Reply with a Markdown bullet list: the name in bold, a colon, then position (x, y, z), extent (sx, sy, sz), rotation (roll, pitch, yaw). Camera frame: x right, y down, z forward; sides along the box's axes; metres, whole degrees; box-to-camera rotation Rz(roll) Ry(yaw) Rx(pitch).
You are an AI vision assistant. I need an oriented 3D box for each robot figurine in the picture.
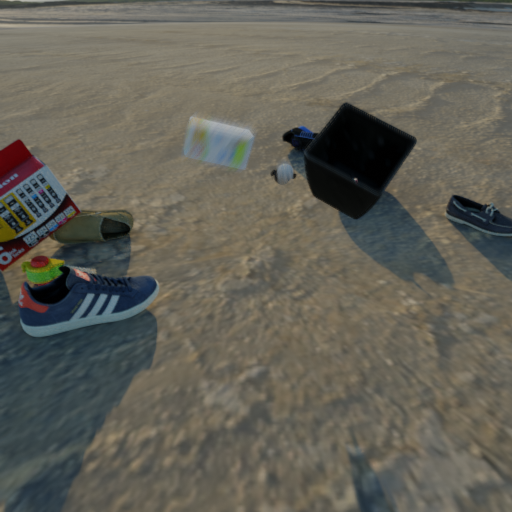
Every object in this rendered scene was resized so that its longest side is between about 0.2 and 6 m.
- **robot figurine**: position (0.593, -1.763, 12.179), extent (0.449, 0.373, 0.598), rotation (-31, -2, -14)

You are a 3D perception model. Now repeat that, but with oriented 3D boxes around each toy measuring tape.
- **toy measuring tape**: position (-3.867, 0.336, 10.737), extent (1.583, 0.582, 0.582), rotation (9, 31, 16)

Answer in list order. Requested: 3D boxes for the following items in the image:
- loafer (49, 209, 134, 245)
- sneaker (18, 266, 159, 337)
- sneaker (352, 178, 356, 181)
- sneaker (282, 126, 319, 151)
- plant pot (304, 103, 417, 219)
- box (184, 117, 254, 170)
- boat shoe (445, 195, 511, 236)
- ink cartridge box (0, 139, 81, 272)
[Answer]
- **loafer**: position (-3.583, -0.649, 12.305), extent (1.877, 0.714, 0.633), rotation (-13, 27, -22)
- **sneaker**: position (-2.875, 0.591, 9.768), extent (2.435, 1.029, 0.913), rotation (-16, 33, -28)
- **sneaker**: position (2.764, -1.995, 14.564), extent (0.791, 0.854, 2.119), rotation (21, 36, 36)
- **sneaker**: position (1.632, -3.555, 17.599), extent (0.781, 0.703, 2.004), rotation (-25, 34, -24)
- **plant pot**: position (1.807, -1.592, 10.332), extent (1.518, 1.347, 1.514), rotation (31, 64, 13)
- **box**: position (-0.747, -2.192, 10.890), extent (1.219, 0.686, 0.618), rotation (10, 23, -16)
- **boat shoe**: position (5.276, -0.951, 12.976), extent (1.815, 0.569, 0.659), rotation (24, 37, 35)
- **ink cartridge box**: position (-4.925, -1.027, 11.237), extent (2.009, 1.764, 0.842), rotation (-42, 44, -16)
